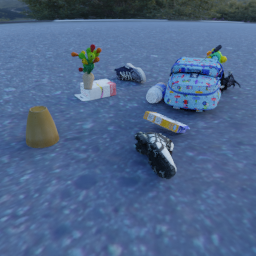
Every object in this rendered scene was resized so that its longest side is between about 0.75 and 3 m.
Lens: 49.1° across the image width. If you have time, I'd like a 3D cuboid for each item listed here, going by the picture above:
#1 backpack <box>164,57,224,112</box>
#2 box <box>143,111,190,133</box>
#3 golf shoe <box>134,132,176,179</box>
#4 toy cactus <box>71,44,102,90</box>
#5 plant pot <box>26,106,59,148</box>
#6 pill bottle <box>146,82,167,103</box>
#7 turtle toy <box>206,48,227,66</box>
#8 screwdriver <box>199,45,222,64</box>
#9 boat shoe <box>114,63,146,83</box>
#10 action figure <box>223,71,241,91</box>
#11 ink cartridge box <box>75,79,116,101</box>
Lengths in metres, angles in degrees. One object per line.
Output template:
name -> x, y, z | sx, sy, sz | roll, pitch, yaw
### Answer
backpack -> 2.801, -1.819, 11.967 | 2.471, 1.821, 2.707 | 11, 30, 19
box -> 1.386, -0.173, 9.799 | 1.520, 0.315, 0.905 | 27, 12, 27
golf shoe -> 0.989, 0.636, 8.107 | 1.036, 0.853, 2.193 | -9, 29, -18
toy cactus -> -1.537, -2.230, 10.380 | 0.974, 1.571, 1.904 | 1, 0, -26
plant pot -> -2.875, -0.105, 9.233 | 1.087, 1.167, 1.087 | 1, 26, 0
pill bottle -> 1.305, -1.562, 12.664 | 0.706, 0.706, 1.261 | 13, 31, 25
turtle toy -> 4.172, -3.196, 13.938 | 0.768, 1.519, 1.107 | -6, 43, -20
screwdriver -> 2.343, -2.108, 8.040 | 0.965, 0.135, 0.140 | -36, 41, -14
boat shoe -> 0.065, -2.882, 15.393 | 1.061, 0.854, 2.288 | -24, 31, -14
action figure -> 4.321, -2.588, 14.056 | 2.644, 1.349, 1.572 | 7, 16, 18
ink cartridge box -> -1.573, -1.822, 13.303 | 1.764, 0.595, 1.027 | -16, 31, -29
